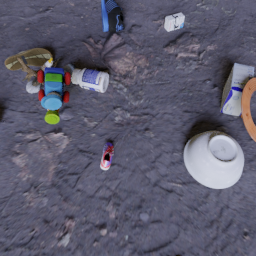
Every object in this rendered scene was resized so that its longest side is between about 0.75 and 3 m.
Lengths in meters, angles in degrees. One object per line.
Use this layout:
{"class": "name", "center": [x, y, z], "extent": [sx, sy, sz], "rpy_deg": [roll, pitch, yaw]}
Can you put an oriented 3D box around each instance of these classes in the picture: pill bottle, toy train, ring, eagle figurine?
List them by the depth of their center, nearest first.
{"class": "toy train", "center": [-2.710, -0.750, 10.178], "extent": [1.118, 2.641, 1.528], "rpy_deg": [2, 51, -13]}
{"class": "ring", "center": [5.021, -0.618, 10.635], "extent": [2.601, 0.250, 2.601], "rpy_deg": [6, 78, -34]}
{"class": "pill bottle", "center": [-1.648, -2.122, 12.205], "extent": [1.473, 0.882, 0.882], "rpy_deg": [15, 56, 10]}
{"class": "eagle figurine", "center": [-3.489, -2.477, 12.353], "extent": [2.142, 1.616, 1.625], "rpy_deg": [-15, 92, -53]}

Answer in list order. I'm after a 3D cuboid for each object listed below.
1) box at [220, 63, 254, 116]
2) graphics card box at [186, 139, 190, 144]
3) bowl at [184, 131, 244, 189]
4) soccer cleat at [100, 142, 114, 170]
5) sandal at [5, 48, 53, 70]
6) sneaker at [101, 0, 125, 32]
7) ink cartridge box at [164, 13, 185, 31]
{"class": "box", "center": [4.462, -1.553, 11.459], "extent": [0.827, 1.449, 1.575], "rpy_deg": [15, 57, 10]}
{"class": "graphics card box", "center": [2.875, 0.847, 10.445], "extent": [1.368, 0.348, 0.858], "rpy_deg": [3, 55, 3]}
{"class": "bowl", "center": [3.156, 0.921, 9.816], "extent": [2.207, 0.992, 2.207], "rpy_deg": [3, 60, -6]}
{"class": "soccer cleat", "center": [-0.717, 0.928, 10.183], "extent": [0.436, 0.468, 1.279], "rpy_deg": [16, 41, -6]}
{"class": "sandal", "center": [-4.669, -3.281, 13.169], "extent": [2.158, 0.867, 0.583], "rpy_deg": [-15, 35, -5]}
{"class": "sneaker", "center": [-0.838, -6.268, 15.109], "extent": [1.166, 1.049, 2.992], "rpy_deg": [-2, 61, -7]}
{"class": "ink cartridge box", "center": [2.447, -5.575, 14.753], "extent": [0.941, 0.683, 0.394], "rpy_deg": [-20, 57, -14]}
